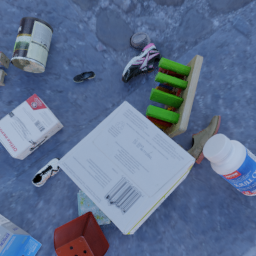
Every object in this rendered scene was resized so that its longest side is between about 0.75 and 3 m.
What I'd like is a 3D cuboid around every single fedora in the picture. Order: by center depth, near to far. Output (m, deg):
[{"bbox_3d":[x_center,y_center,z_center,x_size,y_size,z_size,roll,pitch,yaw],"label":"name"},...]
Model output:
[{"bbox_3d":[0.512,-3.820,12.014,0.932,0.421,0.824,-19,79,-4],"label":"fedora"}]

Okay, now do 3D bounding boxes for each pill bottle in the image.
[{"bbox_3d":[3.736,1.252,9.757,2.341,1.314,1.314,36,80,-19],"label":"pill bottle"}]

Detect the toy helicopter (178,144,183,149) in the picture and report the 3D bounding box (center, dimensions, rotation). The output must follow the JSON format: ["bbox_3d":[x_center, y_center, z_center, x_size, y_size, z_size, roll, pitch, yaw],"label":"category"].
[{"bbox_3d":[1.368,1.210,10.857,1.766,0.697,1.168,-32,76,-3],"label":"toy helicopter"}]

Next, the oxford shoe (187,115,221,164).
[{"bbox_3d":[2.964,0.321,11.006,0.785,0.740,2.100,28,79,11],"label":"oxford shoe"}]

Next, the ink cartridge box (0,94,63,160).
[{"bbox_3d":[-3.904,-0.026,10.986,2.128,0.882,1.562,-40,81,-8],"label":"ink cartridge box"}]

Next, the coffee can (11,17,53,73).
[{"bbox_3d":[-3.893,-3.357,11.444,1.333,1.333,1.821,8,78,2],"label":"coffee can"}]

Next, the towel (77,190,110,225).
[{"bbox_3d":[-1.295,2.990,10.621,1.158,0.326,1.353,-6,78,-1],"label":"towel"}]

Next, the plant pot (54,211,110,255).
[{"bbox_3d":[-1.671,4.102,9.673,1.553,1.369,1.552,-28,93,0],"label":"plant pot"}]

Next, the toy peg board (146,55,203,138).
[{"bbox_3d":[1.320,-1.095,10.174,1.305,2.658,2.669,18,77,-7],"label":"toy peg board"}]

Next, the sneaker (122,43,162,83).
[{"bbox_3d":[0.626,-2.574,11.564,0.892,0.830,2.066,43,83,7],"label":"sneaker"}]

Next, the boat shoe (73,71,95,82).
[{"bbox_3d":[-1.852,-2.173,11.724,0.957,0.317,0.358,-10,78,-2],"label":"boat shoe"}]

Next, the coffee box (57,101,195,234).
[{"bbox_3d":[0.038,1.440,9.322,2.877,2.845,2.873,-44,72,-10],"label":"coffee box"}]

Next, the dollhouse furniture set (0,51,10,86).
[{"bbox_3d":[-5.532,-2.476,11.522,0.838,0.833,1.189,6,78,1],"label":"dollhouse furniture set"}]

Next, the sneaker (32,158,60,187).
[{"bbox_3d":[-3.126,1.709,10.810,0.512,0.556,1.389,39,80,9],"label":"sneaker"}]

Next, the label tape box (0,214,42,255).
[{"bbox_3d":[-4.963,4.350,10.057,2.898,0.958,2.076,32,80,7],"label":"label tape box"}]
